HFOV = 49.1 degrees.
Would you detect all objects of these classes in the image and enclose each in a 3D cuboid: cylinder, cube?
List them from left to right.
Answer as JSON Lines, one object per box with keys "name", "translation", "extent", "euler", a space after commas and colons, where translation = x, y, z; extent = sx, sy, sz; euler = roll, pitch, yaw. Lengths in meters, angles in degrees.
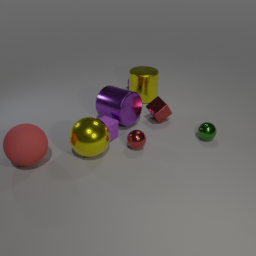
{"name": "cube", "translation": [-0.845, 0.040, 10.703], "extent": [0.700, 0.700, 0.700], "euler": [21, 35, 31]}
{"name": "cylinder", "translation": [-0.368, -0.932, 11.480], "extent": [1.400, 1.400, 1.400], "euler": [21, 37, 37]}
{"name": "cylinder", "translation": [0.756, -2.112, 13.576], "extent": [1.400, 1.400, 1.400], "euler": [0, 32, 0]}
{"name": "cube", "translation": [1.295, -0.759, 11.721], "extent": [0.700, 0.700, 0.700], "euler": [-40, 50, 1]}

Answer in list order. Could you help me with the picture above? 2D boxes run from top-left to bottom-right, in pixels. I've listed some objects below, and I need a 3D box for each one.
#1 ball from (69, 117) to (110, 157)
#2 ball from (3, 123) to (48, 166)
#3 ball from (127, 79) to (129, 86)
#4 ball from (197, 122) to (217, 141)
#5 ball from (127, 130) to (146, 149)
{"name": "ball", "translation": [-1.327, 0.305, 9.697], "extent": [1.400, 1.400, 1.400], "euler": [0, 32, 0]}
{"name": "ball", "translation": [-3.350, 0.547, 9.211], "extent": [1.400, 1.400, 1.400], "euler": [0, 32, 0]}
{"name": "ball", "translation": [0.315, -2.381, 14.666], "extent": [0.700, 0.700, 0.700], "euler": [0, 32, 0]}
{"name": "ball", "translation": [2.998, 0.127, 10.626], "extent": [0.700, 0.700, 0.700], "euler": [0, 32, 0]}
{"name": "ball", "translation": [0.311, 0.409, 10.129], "extent": [0.700, 0.700, 0.700], "euler": [0, 32, 0]}
